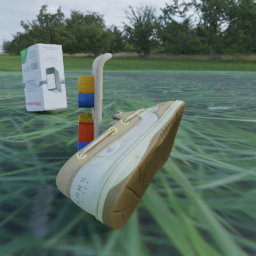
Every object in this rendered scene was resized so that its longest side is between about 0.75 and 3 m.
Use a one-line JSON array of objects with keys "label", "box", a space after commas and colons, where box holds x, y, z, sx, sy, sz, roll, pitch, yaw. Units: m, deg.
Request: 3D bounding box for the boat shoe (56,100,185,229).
[{"label": "boat shoe", "box": [0.097, 0.167, 4.108, 0.963, 1.073, 2.900, 19, 27, 18]}]

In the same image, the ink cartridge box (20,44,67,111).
[{"label": "ink cartridge box", "box": [-2.981, -1.704, 9.836, 0.909, 2.163, 1.578, -10, 9, -40]}]

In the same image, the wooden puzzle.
[{"label": "wooden puzzle", "box": [-0.675, -0.308, 4.888, 0.452, 1.951, 1.807, 5, 12, -10]}]
